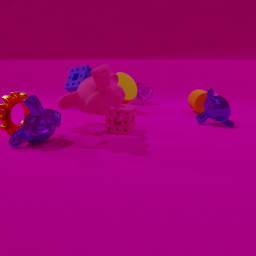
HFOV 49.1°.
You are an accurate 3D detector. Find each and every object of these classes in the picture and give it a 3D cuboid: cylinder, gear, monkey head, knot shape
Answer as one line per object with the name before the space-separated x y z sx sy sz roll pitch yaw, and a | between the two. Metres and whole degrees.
cylinder | 2.873 -1.030 10.959 0.841 0.841 0.841 -2 15 -6
gear | -1.339 -0.761 8.682 1.574 0.291 1.574 3 9 -1
monkey head | -0.784 -0.994 6.984 1.891 1.361 1.140 -31 41 -28
monkey head | 2.758 -0.537 9.035 1.033 1.436 0.865 -34 4 -15
gear | -3.075 -0.379 7.815 0.226 1.222 1.222 6 16 28
monkey head | -2.370 -0.216 7.204 0.991 1.183 1.645 -17 23 41
cylinder | -0.428 -1.375 10.889 1.159 1.159 1.159 -12 -11 -38
knot shape | 0.592 -1.703 12.982 1.278 0.591 1.196 14 27 12

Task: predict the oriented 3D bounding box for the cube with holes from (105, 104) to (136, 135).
cube with holes | -0.209 -0.287 8.383 0.730 0.730 0.730 7 17 13

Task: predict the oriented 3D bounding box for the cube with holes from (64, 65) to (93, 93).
cube with holes | -1.910 -1.947 12.058 1.022 1.022 1.022 0 -22 37
